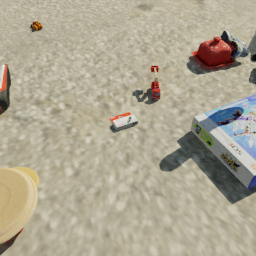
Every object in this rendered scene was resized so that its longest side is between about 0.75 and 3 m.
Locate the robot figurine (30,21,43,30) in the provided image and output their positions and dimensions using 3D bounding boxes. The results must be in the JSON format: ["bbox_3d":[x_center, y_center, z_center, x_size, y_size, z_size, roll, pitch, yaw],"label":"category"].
[{"bbox_3d":[-4.763,-5.378,14.649,0.605,0.243,0.834,-18,47,-20],"label":"robot figurine"}]

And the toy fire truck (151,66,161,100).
[{"bbox_3d":[1.028,-1.701,10.400,0.284,0.822,1.165,-2,43,-1],"label":"toy fire truck"}]

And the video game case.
[{"bbox_3d":[3.855,0.198,8.552,2.841,0.646,2.575,-20,48,-19],"label":"video game case"}]

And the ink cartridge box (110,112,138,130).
[{"bbox_3d":[-0.148,-0.289,9.406,0.785,0.171,0.681,-18,48,-18],"label":"ink cartridge box"}]

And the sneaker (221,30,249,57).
[{"bbox_3d":[4.770,-3.708,12.645,0.886,0.801,2.079,9,40,-15],"label":"sneaker"}]

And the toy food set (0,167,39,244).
[{"bbox_3d":[-3.367,1.889,6.847,2.297,0.564,2.320,-9,45,-9],"label":"toy food set"}]

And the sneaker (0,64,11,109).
[{"bbox_3d":[-5.027,-1.572,10.268,1.267,0.789,2.363,-7,47,-13],"label":"sneaker"}]

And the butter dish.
[{"bbox_3d":[3.699,-3.363,11.935,1.478,1.092,1.473,-14,46,-14],"label":"butter dish"}]

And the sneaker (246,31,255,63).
[{"bbox_3d":[4.027,-2.229,8.336,1.730,0.796,0.655,19,22,-41],"label":"sneaker"}]
